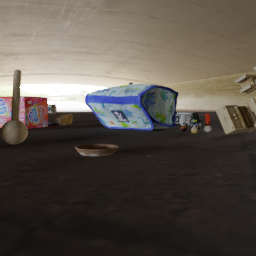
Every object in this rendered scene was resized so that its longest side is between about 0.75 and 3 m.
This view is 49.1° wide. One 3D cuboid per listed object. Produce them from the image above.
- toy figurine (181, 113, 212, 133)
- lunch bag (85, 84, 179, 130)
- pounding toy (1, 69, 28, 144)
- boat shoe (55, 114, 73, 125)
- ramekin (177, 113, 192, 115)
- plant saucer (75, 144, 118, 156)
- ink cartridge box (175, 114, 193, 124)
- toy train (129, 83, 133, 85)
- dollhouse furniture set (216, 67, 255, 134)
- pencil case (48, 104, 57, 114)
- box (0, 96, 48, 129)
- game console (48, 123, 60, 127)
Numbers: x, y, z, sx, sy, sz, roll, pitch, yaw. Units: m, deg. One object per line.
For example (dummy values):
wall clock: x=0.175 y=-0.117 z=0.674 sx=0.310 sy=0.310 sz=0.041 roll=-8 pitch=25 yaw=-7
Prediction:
toy figurine: x=2.294 y=-0.145 z=9.548 sx=0.919 sy=0.649 sz=0.933 roll=-9 pitch=10 yaw=-30
lunch bag: x=0.197 y=-0.846 z=10.543 sx=2.456 sy=1.841 sz=2.889 roll=3 pitch=-4 yaw=34
pounding toy: x=-3.709 y=-0.326 z=6.316 sx=2.557 sy=1.974 sz=1.186 roll=-2 pitch=-21 yaw=-29
boat shoe: x=-3.104 y=-0.431 z=13.587 sx=0.498 sy=0.531 sz=1.439 roll=6 pitch=6 yaw=8
ramekin: x=3.506 y=-0.685 z=17.054 sx=1.100 sy=0.512 sz=1.100 roll=0 pitch=4 yaw=0
plant saucer: x=-0.571 y=0.406 z=5.126 sx=0.785 sy=0.144 sz=0.785 roll=0 pitch=5 yaw=0
ink cartridge box: x=2.263 y=-0.504 z=14.985 sx=2.534 sy=0.497 sz=1.260 roll=1 pitch=5 yaw=24
toy train: x=0.184 y=-1.778 z=12.108 sx=0.178 sy=0.239 sz=1.042 roll=-15 pitch=-6 yaw=8
dollhouse furniture set: x=3.994 y=-0.644 z=8.402 sx=1.385 sy=1.828 sz=2.085 roll=-5 pitch=-20 yaw=-37
pencil case: x=-4.225 y=-1.047 z=14.348 sx=1.219 sy=0.545 sz=0.474 roll=8 pitch=42 yaw=26
box: x=-4.705 y=-0.649 z=11.425 sx=2.664 sy=1.272 sz=1.328 roll=2 pitch=5 yaw=25
game console: x=-3.687 y=-0.404 z=12.448 sx=0.941 sy=0.648 sz=1.091 roll=-6 pitch=7 yaw=-38
